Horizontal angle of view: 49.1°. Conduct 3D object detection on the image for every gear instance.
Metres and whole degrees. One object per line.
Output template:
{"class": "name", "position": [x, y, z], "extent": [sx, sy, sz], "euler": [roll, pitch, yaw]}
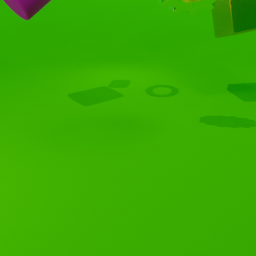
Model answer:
{"class": "gear", "position": [1.333, -2.936, 5.624], "extent": [1.477, 1.477, 0.273], "euler": [1, 65, 1]}

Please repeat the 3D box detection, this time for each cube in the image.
{"class": "cube", "position": [3.403, -3.551, 8.333], "extent": [1.362, 1.362, 1.362], "euler": [-13, 15, -2]}

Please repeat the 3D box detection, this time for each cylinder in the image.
{"class": "cylinder", "position": [-2.687, -3.882, 7.479], "extent": [1.383, 1.383, 1.383], "euler": [-48, 45, -12]}
